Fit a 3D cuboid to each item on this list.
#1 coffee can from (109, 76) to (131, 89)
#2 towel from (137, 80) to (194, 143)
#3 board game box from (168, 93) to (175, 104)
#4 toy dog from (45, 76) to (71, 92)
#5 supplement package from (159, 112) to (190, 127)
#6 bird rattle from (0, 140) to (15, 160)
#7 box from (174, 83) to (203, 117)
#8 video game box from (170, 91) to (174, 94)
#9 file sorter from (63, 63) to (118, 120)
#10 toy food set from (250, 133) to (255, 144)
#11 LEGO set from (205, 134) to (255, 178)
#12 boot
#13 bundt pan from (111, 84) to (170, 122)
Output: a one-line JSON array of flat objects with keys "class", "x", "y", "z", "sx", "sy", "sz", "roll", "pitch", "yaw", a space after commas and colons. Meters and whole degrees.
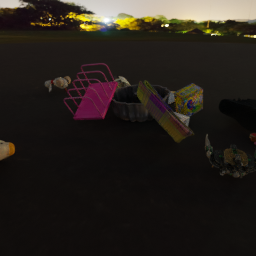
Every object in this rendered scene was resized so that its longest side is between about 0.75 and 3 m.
[{"class": "coffee can", "x": -0.361, "y": -1.831, "z": 13.272, "sx": 1.036, "sy": 1.036, "sz": 1.416, "roll": -4, "pitch": 22, "yaw": -9}, {"class": "towel", "x": 1.032, "y": -0.432, "z": 8.314, "sx": 0.238, "sy": 2.092, "sz": 1.502, "roll": -40, "pitch": -8, "yaw": -9}, {"class": "board game box", "x": 1.713, "y": -1.232, "z": 12.620, "sx": 1.068, "sy": 0.138, "sz": 1.069, "roll": -21, "pitch": 25, "yaw": -8}, {"class": "toy dog", "x": -3.723, "y": -2.250, "z": 15.028, "sx": 1.106, "sy": 0.807, "sz": 1.676, "roll": -23, "pitch": 17, "yaw": -30}, {"class": "supplement package", "x": 1.628, "y": -0.252, "z": 9.865, "sx": 0.524, "sy": 0.522, "sz": 0.894, "roll": -5, "pitch": 19, "yaw": -42}, {"class": "bird rattle", "x": -4.200, "y": 0.747, "z": 7.122, "sx": 2.610, "sy": 1.470, "sz": 2.128, "roll": -5, "pitch": 6, "yaw": 25}, {"class": "box", "x": 2.337, "y": -1.041, "z": 10.785, "sx": 0.937, "sy": 0.973, "sz": 0.594, "roll": -29, "pitch": 42, "yaw": -18}, {"class": "video game box", "x": 1.848, "y": -1.560, "z": 13.649, "sx": 1.122, "sy": 0.263, "sz": 1.022, "roll": 3, "pitch": 25, "yaw": 9}, {"class": "file sorter", "x": -1.371, "y": -1.351, "z": 10.239, "sx": 1.259, "sy": 1.136, "sz": 1.811, "roll": 0, "pitch": 52, "yaw": 25}, {"class": "toy food set", "x": 4.289, "y": 0.398, "z": 8.726, "sx": 0.904, "sy": 0.224, "sz": 1.423, "roll": -3, "pitch": 22, "yaw": -7}, {"class": "LEGO set", "x": 2.866, "y": 1.044, "z": 6.812, "sx": 1.662, "sy": 0.725, "sz": 2.559, "roll": -10, "pitch": 36, "yaw": -19}, {"class": "boot", "x": 4.652, "y": -0.540, "z": 10.366, "sx": 1.784, "sy": 0.806, "sz": 2.177, "roll": -1, "pitch": 25, "yaw": -32}, {"class": "bundt pan", "x": 0.474, "y": -0.961, "z": 11.082, "sx": 2.443, "sy": 0.917, "sz": 2.443, "roll": -4, "pitch": 26, "yaw": 2}]
